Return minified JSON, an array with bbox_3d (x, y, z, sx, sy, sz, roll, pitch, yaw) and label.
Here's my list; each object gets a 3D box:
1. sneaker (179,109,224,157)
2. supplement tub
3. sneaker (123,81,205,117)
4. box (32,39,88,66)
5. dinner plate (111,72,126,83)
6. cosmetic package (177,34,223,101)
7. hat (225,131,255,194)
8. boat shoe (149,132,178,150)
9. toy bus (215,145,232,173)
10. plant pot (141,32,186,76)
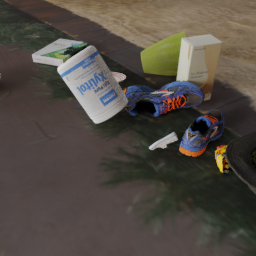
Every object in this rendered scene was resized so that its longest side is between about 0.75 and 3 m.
[{"bbox_3d":[2.190,-0.018,7.843,0.781,0.813,2.073,23,43,26],"label":"sneaker"},{"bbox_3d":[-1.002,-1.256,8.170,1.279,1.939,1.279,-31,16,10],"label":"supplement tub"},{"bbox_3d":[1.113,-0.792,8.912,2.630,0.991,1.031,-6,42,7],"label":"sneaker"},{"bbox_3d":[-3.035,-3.481,12.816,1.608,0.405,2.229,13,40,17],"label":"box"},{"bbox_3d":[-0.847,-1.836,10.480,1.544,0.187,1.544,1,27,0],"label":"dinner plate"},{"bbox_3d":[2.278,-1.906,9.261,1.105,2.100,0.746,-13,41,-14],"label":"cosmetic package"},{"bbox_3d":[3.432,1.111,6.181,2.591,1.045,2.591,-1,31,0],"label":"hat"},{"bbox_3d":[0.963,0.417,7.523,0.813,0.299,0.271,-33,80,15],"label":"boat shoe"},{"bbox_3d":[2.507,0.706,7.186,0.782,0.531,0.751,-19,28,-19],"label":"toy bus"},{"bbox_3d":[1.460,-2.761,11.089,1.786,1.671,1.671,-10,35,12],"label":"plant pot"}]
